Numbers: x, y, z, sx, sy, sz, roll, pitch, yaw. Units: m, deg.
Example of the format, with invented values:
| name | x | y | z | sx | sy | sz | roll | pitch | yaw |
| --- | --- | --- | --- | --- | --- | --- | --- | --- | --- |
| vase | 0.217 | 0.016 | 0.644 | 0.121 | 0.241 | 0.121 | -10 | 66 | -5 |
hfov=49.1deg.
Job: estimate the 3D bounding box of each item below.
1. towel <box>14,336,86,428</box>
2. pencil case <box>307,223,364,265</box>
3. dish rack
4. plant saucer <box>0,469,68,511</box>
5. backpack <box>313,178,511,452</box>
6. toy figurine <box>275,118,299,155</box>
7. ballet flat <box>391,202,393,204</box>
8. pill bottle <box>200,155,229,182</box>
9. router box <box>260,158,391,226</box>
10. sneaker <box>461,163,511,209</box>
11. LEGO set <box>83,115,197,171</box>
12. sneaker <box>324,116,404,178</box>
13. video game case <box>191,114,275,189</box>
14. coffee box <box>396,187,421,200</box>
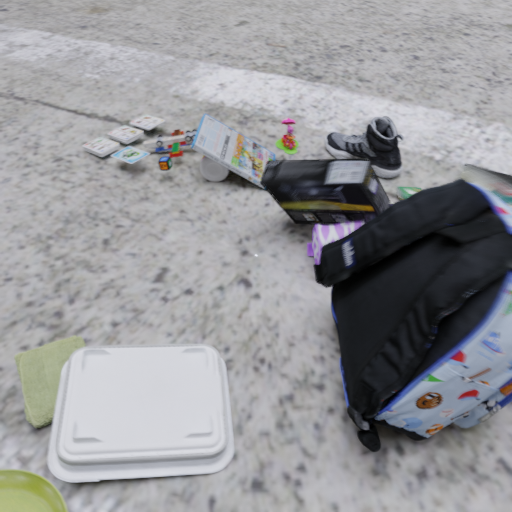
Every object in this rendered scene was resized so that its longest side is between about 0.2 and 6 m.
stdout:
| name | x | y | z | sx | sy | sz | roll | pitch | yaw |
| --- | --- | --- | --- | --- | --- | --- | --- | --- | --- |
| towel | -3.340 | 2.057 | 9.414 | 1.200 | 0.295 | 1.618 | -17 | 44 | -20 |
| pencil case | 2.407 | -0.163 | 11.391 | 2.622 | 1.101 | 1.121 | 1 | 9 | -2 |
| dish rack | -1.749 | 2.247 | 8.776 | 2.735 | 0.595 | 2.347 | 1 | 41 | -10 |
| plant saucer | -3.517 | 3.880 | 7.309 | 2.173 | 0.338 | 2.173 | 0 | 42 | 0 |
| backpack | 2.879 | 0.760 | 8.431 | 2.760 | 3.413 | 3.583 | 17 | 40 | -23 |
| toy figurine | 0.874 | -3.299 | 15.151 | 0.646 | 0.792 | 0.861 | -8 | 42 | -8 |
| ballet flat | 2.618 | -0.998 | 12.717 | 1.617 | 0.580 | 0.580 | -22 | 46 | -24 |
| pill bottle | -0.975 | -2.572 | 14.352 | 0.740 | 0.740 | 1.419 | 4 | 42 | 4 |
| router box | 1.472 | -1.273 | 11.590 | 2.248 | 1.767 | 0.587 | 5 | 67 | 32 |
| sneaker | 5.086 | -1.080 | 12.303 | 1.121 | 1.489 | 3.185 | 15 | 17 | -2 |
| LEGO set | -2.855 | -2.882 | 15.037 | 3.032 | 0.744 | 2.265 | 23 | 48 | 38 |
| sneaker | 2.796 | -3.028 | 14.407 | 2.375 | 1.352 | 0.896 | 33 | 51 | 32 |
| video game case | -0.513 | -2.615 | 14.022 | 2.151 | 0.191 | 1.539 | 27 | 39 | -16 |
| coffee box | 3.716 | -1.324 | 13.237 | 0.591 | 0.211 | 0.961 | 2 | 35 | -6 |
